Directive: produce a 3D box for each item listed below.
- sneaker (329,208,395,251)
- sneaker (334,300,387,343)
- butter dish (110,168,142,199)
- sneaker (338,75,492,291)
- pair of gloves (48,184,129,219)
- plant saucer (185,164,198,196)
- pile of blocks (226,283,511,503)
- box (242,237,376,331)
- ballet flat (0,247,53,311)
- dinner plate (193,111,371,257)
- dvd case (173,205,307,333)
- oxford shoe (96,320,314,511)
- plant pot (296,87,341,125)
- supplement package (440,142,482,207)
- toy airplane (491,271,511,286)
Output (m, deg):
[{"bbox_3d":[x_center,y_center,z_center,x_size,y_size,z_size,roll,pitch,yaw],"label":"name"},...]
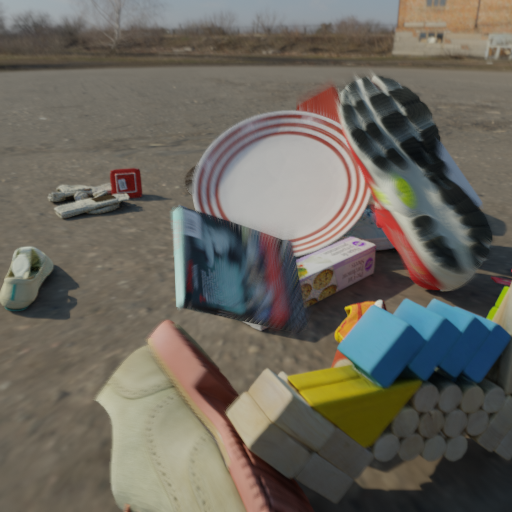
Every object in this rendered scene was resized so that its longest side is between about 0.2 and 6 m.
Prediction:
[{"bbox_3d":[1.719,-0.708,10.205,2.370,0.971,0.876,6,25,15],"label":"sneaker"},{"bbox_3d":[1.269,1.091,6.721,0.659,0.624,1.709,-14,14,17],"label":"sneaker"},{"bbox_3d":[-3.023,-1.653,13.012,0.691,0.693,0.512,-6,2,-14],"label":"butter dish"},{"bbox_3d":[2.131,-1.091,8.650,1.400,1.544,3.637,-15,71,-11],"label":"sneaker"},{"bbox_3d":[-3.767,-1.325,12.489,1.591,0.328,1.871,-11,25,-24],"label":"pair of gloves"},{"bbox_3d":[-0.873,-1.630,11.970,1.268,1.268,0.232,-1,51,-2],"label":"plant saucer"},{"bbox_3d":[1.671,0.888,5.071,4.187,1.719,1.301,0,13,-23],"label":"pile of blocks"},{"bbox_3d":[0.808,0.343,8.322,2.656,0.550,0.514,-20,31,-41],"label":"box"},{"bbox_3d":[-3.510,0.189,8.600,0.639,0.639,1.841,-5,24,-12],"label":"ballet flat"},{"bbox_3d":[0.459,-1.305,10.136,3.233,0.392,3.233,-4,62,8],"label":"dinner plate"},{"bbox_3d":[-0.160,0.165,6.075,1.592,0.175,1.162,17,52,-35],"label":"dvd case"},{"bbox_3d":[-0.403,1.889,4.455,1.206,1.157,3.268,-40,37,-4],"label":"oxford shoe"},{"bbox_3d":[1.550,-2.735,11.945,1.356,1.196,1.357,-25,-30,22],"label":"plant pot"},{"bbox_3d":[2.964,-1.111,9.690,1.143,1.468,0.814,-36,2,-36],"label":"supplement package"},{"bbox_3d":[4.378,0.475,8.193,2.095,0.385,2.095,5,24,-2],"label":"toy airplane"}]
